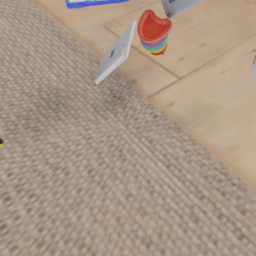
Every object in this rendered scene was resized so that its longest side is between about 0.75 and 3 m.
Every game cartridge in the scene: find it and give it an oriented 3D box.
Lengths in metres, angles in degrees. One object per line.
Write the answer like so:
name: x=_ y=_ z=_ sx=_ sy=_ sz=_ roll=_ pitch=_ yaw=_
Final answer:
game cartridge: x=1.259 y=-3.870 z=6.973 sx=0.380 sy=1.237 sz=1.858 roll=-17 pitch=94 yaw=-40

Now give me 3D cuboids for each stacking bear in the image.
stacking bear: x=0.704 y=-2.275 z=7.183 sx=0.806 sy=1.327 sz=0.754 roll=34 pitch=92 yaw=14

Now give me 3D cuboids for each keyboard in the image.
keyboard: x=-0.231 y=-1.013 z=4.060 sx=0.091 sy=1.707 sz=0.480 roll=21 pitch=81 yaw=-17

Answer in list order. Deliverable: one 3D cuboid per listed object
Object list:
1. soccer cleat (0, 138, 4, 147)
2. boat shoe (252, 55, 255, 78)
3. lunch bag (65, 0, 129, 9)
soccer cleat: x=-2.302 y=0.130 z=3.774 sx=0.449 sy=1.329 sz=0.539 roll=-16 pitch=81 yaw=31
boat shoe: x=3.438 y=-1.972 z=6.734 sx=0.682 sy=1.924 sz=0.672 roll=11 pitch=63 yaw=22
lunch bag: x=-0.574 y=-2.951 z=5.502 sx=1.226 sy=0.919 sz=1.442 roll=-5 pitch=63 yaw=7
